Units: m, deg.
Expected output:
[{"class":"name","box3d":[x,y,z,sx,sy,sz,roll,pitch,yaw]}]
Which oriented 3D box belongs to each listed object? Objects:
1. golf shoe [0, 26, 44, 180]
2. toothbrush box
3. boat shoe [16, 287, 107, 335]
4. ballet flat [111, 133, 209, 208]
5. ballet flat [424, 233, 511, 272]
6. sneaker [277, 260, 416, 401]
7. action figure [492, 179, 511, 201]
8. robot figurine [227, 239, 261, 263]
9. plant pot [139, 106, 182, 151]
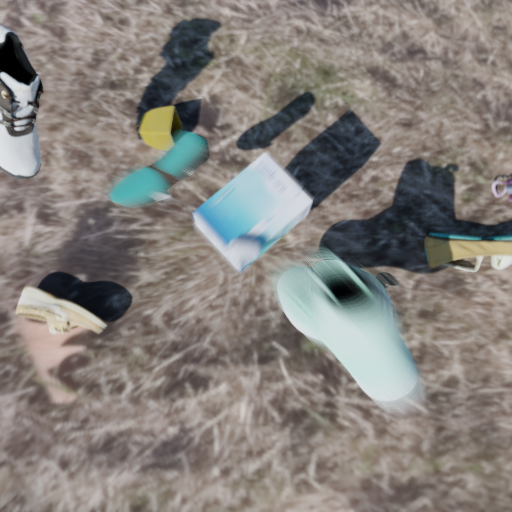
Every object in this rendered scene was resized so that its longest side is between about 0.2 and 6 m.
[{"class":"golf shoe","box3d":[-4.110,-2.498,9.389,1.230,2.603,1.012,14,33,41]},{"class":"toothbrush box","box3d":[-0.059,-0.713,9.348,1.617,0.690,1.184,-42,81,-9]},{"class":"boat shoe","box3d":[-3.868,1.230,11.057,1.934,0.713,0.669,18,71,17]},{"class":"ballet flat","box3d":[-1.518,-1.296,9.341,1.843,0.630,0.627,-34,64,4]},{"class":"ballet flat","box3d":[4.745,-0.070,11.630,2.518,0.864,0.794,1,95,3]},{"class":"sneaker","box3d":[1.167,0.527,8.655,1.213,1.944,3.295,-31,35,-11]},{"class":"action figure","box3d":[5.957,-1.724,12.364,1.014,0.912,1.361,9,60,39]},{"class":"robot figurine","box3d":[-0.181,-0.082,8.641,0.526,0.297,0.446,6,57,-2]},{"class":"plant pot","box3d":[-2.194,-2.870,12.707,0.785,0.767,0.762,1,67,7]}]
